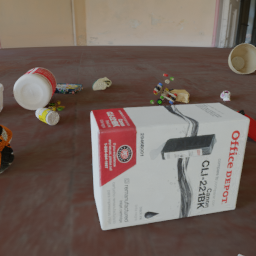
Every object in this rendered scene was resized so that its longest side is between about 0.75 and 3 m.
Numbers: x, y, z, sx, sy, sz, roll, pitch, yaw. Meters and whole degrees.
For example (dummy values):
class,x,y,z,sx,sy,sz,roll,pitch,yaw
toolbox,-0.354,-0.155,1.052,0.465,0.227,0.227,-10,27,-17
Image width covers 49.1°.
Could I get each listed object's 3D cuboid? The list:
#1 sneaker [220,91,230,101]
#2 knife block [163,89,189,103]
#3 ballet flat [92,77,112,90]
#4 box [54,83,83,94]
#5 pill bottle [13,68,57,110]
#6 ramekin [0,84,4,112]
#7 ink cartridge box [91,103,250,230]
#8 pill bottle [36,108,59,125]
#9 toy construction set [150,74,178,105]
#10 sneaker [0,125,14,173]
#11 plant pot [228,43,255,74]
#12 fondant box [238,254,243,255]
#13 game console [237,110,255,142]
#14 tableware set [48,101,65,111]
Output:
class,x,y,z,sx,sy,sz,roll,pitch,yaw
sneaker,5.082,-1.732,14.511,0.416,0.451,1.023,1,21,2
knife block,2.392,-1.671,14.368,1.228,0.447,1.398,-2,21,-2
ballet flat,-1.474,-2.618,16.729,0.680,0.680,1.958,6,21,15
box,-3.651,-2.275,16.093,1.768,0.333,1.207,4,21,12
pill bottle,-4.388,-2.038,13.661,1.630,1.630,2.904,-2,22,-5
ramekin,-6.605,-1.172,12.036,2.511,1.170,2.511,0,22,0
ink cartridge box,0.786,0.694,5.806,2.931,2.114,1.227,-5,21,-13
pill bottle,-3.210,-0.487,11.103,0.561,0.561,0.982,-19,28,-41
toy construction set,1.763,-1.939,13.852,1.244,1.491,1.146,6,15,-8
sneaker,-3.740,0.731,7.999,0.667,0.810,1.761,32,24,-35
plant pot,8.675,-5.128,21.432,2.262,2.262,1.519,0,0,0
fondant box,1.989,2.435,3.648,1.451,0.423,1.047,14,25,35
game console,4.004,0.037,10.303,1.439,0.991,1.670,-24,3,37
tableware set,-3.353,-1.045,13.098,0.806,0.184,1.197,-3,21,-8
